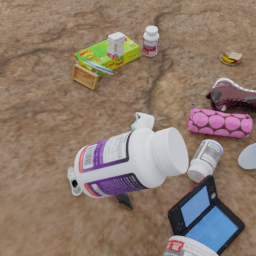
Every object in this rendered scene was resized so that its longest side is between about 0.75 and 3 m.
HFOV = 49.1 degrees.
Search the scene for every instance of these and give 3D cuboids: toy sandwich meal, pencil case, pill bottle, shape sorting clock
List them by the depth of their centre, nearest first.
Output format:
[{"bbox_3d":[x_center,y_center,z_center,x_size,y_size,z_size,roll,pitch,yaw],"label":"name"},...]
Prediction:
[{"bbox_3d":[1.308,4.291,7.168,1.459,1.459,2.563,21,58,16],"label":"pill bottle"},{"bbox_3d":[0.081,0.896,7.423,2.784,1.551,1.551,-18,44,31],"label":"pill bottle"},{"bbox_3d":[2.764,1.200,10.069,0.841,0.841,1.479,26,56,20],"label":"pill bottle"},{"bbox_3d":[-1.094,-2.184,10.290,1.153,0.226,1.153,19,14,-5],"label":"shape sorting clock"},{"bbox_3d":[3.623,-0.259,11.181,2.354,1.068,1.103,10,22,5],"label":"pencil case"},{"bbox_3d":[1.167,-4.390,14.171,0.784,1.389,0.784,0,51,0],"label":"pill bottle"},{"bbox_3d":[5.209,-3.588,14.184,1.087,0.372,1.087,0,51,0],"label":"toy sandwich meal"}]

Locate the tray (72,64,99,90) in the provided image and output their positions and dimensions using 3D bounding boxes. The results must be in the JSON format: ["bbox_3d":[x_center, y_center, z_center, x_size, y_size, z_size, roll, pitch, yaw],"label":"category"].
[{"bbox_3d":[-1.992,-2.372,13.012,1.377,0.679,0.255,30,30,21],"label":"tray"}]

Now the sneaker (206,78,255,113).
[{"bbox_3d":[4.557,-0.933,11.771,1.654,1.084,2.864,-40,51,-21],"label":"sneaker"}]

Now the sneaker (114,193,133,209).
[{"bbox_3d":[-0.151,2.467,9.465,0.416,0.240,0.798,-19,49,-15],"label":"sneaker"}]

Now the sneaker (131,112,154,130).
[{"bbox_3d":[0.504,0.164,10.845,0.876,0.745,1.979,23,40,-16],"label":"sneaker"}]

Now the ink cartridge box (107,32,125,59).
[{"bbox_3d":[-0.527,-3.631,12.362,0.406,0.973,0.706,37,52,27],"label":"ink cartridge box"}]

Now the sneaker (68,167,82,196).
[{"bbox_3d":[-1.876,1.782,9.822,0.420,0.511,1.110,-17,53,-14],"label":"sneaker"}]

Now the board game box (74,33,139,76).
[{"bbox_3d":[-1.024,-3.622,14.005,2.923,0.696,1.485,-31,58,-22],"label":"board game box"}]

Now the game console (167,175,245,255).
[{"bbox_3d":[2.455,2.798,8.618,2.051,1.767,1.217,-34,32,-24],"label":"game console"}]

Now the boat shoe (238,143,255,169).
[{"bbox_3d":[5.134,0.749,10.441,2.378,0.812,0.878,-40,70,1],"label":"boat shoe"}]
